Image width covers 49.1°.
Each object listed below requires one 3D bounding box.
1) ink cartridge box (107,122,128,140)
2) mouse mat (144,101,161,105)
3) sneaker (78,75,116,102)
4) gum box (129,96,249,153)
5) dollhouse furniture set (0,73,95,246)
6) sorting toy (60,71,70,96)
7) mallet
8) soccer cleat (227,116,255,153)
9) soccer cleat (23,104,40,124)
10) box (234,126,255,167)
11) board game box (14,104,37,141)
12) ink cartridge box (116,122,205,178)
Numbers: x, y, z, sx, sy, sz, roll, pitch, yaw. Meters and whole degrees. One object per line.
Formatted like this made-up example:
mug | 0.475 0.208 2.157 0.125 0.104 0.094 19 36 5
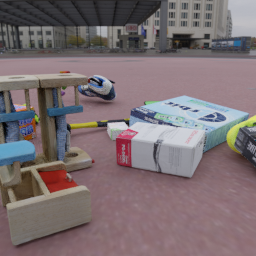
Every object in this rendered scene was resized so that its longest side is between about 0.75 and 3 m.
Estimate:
ink cartridge box | -0.292 0.055 7.960 0.521 0.299 0.889 -4 18 -13
mouse mat | 1.715 -0.792 11.070 2.025 0.095 2.517 0 16 -1
sneaker | -1.545 -1.895 11.947 2.108 0.849 1.543 21 -14 22
gum box | 1.786 -0.223 8.040 2.282 0.598 2.686 23 28 38
dollhouse furniture set | -1.324 0.145 4.919 1.921 1.932 2.741 -10 19 -28
sorting toy | -2.906 -2.018 12.343 0.417 1.211 0.420 26 29 12
mallet | -1.118 -0.139 8.358 2.765 0.569 0.910 -9 24 -38
soccer cleat | 3.232 0.140 7.160 2.660 0.860 1.113 -16 2 -36
soccer cleat | -3.357 -0.404 9.295 0.612 0.510 1.509 -33 32 -18
box | 3.493 0.513 5.545 2.089 0.520 1.647 -5 31 -15
board game box | -3.127 -0.110 7.527 0.872 0.872 0.871 9 19 27
ink cartridge box | 0.736 0.418 6.122 1.661 0.693 1.207 8 19 24
